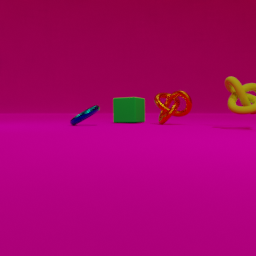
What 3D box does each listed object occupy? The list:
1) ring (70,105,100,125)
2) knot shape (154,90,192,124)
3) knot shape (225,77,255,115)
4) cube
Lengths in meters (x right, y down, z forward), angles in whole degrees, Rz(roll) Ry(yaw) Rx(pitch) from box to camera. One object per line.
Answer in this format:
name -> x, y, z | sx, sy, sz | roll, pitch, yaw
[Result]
ring -> -1.525, -0.457, 9.947 | 1.191, 0.238, 1.191 | -31, 3, 2
knot shape -> 1.735, -0.867, 10.630 | 1.415, 1.512, 0.699 | -13, -35, 27
knot shape -> 3.370, -0.855, 7.908 | 1.276, 1.363, 0.630 | 7, -40, -26
cube -> 0.059, -0.755, 12.075 | 1.048, 1.048, 1.048 | 0, 2, 26
